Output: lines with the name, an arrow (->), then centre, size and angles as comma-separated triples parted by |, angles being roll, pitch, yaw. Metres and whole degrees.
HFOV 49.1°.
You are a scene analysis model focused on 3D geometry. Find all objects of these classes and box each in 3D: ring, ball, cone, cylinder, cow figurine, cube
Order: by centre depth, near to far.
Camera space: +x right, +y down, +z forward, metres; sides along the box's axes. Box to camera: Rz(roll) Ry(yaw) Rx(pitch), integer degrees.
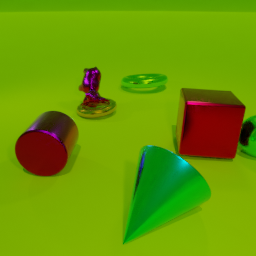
cone -> 0.373, 1.336, 4.746 | 1.487, 1.487, 1.492 | 21, 59, 38
cylinder -> -1.803, 0.324, 6.403 | 1.141, 1.141, 1.141 | 1, 25, 3
ball -> 3.216, 0.191, 6.829 | 1.042, 1.042, 1.042 | 0, 25, 0
cube -> 1.965, -0.163, 7.010 | 1.340, 1.340, 1.340 | 4, 22, 4
ring -> -1.059, -0.696, 9.479 | 1.379, 0.276, 1.379 | -6, 24, 3
cow figurine -> -1.209, -1.423, 9.618 | 0.769, 1.401, 1.378 | 12, 4, -30
ring -> 0.706, -2.043, 12.045 | 2.037, 0.407, 2.037 | -4, 17, 1
